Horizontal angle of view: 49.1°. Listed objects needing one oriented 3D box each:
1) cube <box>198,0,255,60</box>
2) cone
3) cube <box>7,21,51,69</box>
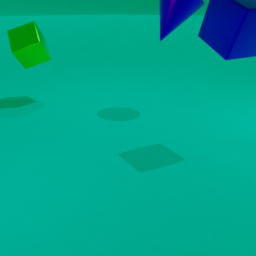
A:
[{"bbox_3d":[2.183,-2.059,5.503,1.003,1.003,1.003,-12,49,-22],"label":"cube"},{"bbox_3d":[1.239,-3.174,8.113,1.403,1.408,1.403,24,12,-5],"label":"cone"},{"bbox_3d":[-3.504,-2.935,9.993,1.032,1.032,1.032,-20,68,0],"label":"cube"}]
